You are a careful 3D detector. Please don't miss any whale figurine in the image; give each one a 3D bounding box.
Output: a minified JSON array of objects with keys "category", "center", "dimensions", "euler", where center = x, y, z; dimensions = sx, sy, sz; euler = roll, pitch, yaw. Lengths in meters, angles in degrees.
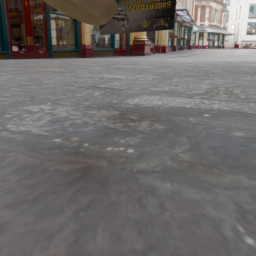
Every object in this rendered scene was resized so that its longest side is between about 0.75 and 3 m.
[{"category":"whale figurine","center":[-1.028,-2.521,4.477],"dimensions":[2.236,1.160,1.779],"euler":[33,10,35]}]

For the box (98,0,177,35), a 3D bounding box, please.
[{"category":"box","center":[0.197,-3.509,7.807],"dimensions":[2.250,0.544,1.782],"euler":[-3,-28,2]}]
